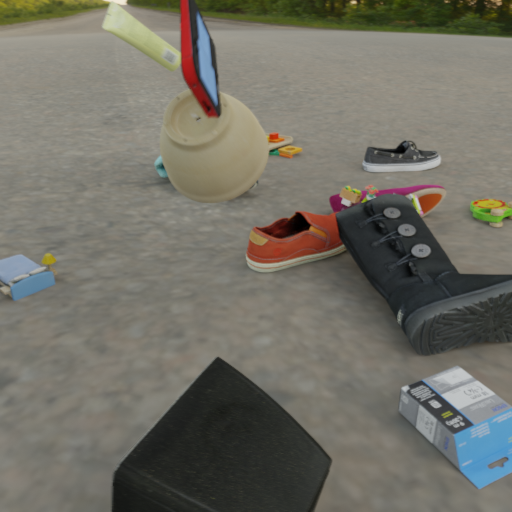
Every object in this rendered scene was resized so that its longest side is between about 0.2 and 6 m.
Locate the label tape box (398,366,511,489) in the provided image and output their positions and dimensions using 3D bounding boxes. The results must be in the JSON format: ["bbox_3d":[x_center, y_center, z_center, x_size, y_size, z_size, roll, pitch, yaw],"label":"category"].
[{"bbox_3d":[2.512,1.965,6.657,0.968,0.425,1.343,-14,30,-24],"label":"label tape box"}]

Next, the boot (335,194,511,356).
[{"bbox_3d":[3.061,0.058,9.315,2.673,1.064,3.243,-7,33,-11],"label":"boot"}]

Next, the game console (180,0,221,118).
[{"bbox_3d":[-0.657,-2.411,6.820,0.202,1.152,1.302,-3,-12,9],"label":"game console"}]

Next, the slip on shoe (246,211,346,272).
[{"bbox_3d":[1.032,-0.465,10.769,2.737,0.837,1.014,-17,33,-27],"label":"slip on shoe"}]

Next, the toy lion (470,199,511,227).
[{"bbox_3d":[5.226,-1.030,12.491,1.090,0.374,1.045,-20,27,-33],"label":"toy lion"}]

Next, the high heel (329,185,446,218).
[{"bbox_3d":[2.895,-1.314,12.345,2.493,0.840,1.198,-14,41,-18],"label":"high heel"}]

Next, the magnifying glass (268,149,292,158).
[{"bbox_3d":[0.627,-3.004,16.424,1.005,0.113,0.400,22,35,34],"label":"magnifying glass"}]

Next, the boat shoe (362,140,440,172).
[{"bbox_3d":[4.004,-2.779,15.296,2.263,0.750,0.791,-4,28,-8],"label":"boat shoe"}]

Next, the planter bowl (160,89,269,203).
[{"bbox_3d":[-0.720,-1.733,8.144,1.631,1.098,1.631,-5,68,12],"label":"planter bowl"}]

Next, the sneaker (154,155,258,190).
[{"bbox_3d":[-1.276,-2.042,13.772,1.379,1.240,3.195,-36,36,-30],"label":"sneaker"}]

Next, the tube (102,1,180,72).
[{"bbox_3d":[-2.263,-4.341,11.225,1.691,0.439,0.490,25,27,-39],"label":"tube"}]

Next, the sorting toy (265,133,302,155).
[{"bbox_3d":[0.118,-3.535,17.001,2.894,0.394,1.630,14,30,29],"label":"sorting toy"}]

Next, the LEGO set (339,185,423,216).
[{"bbox_3d":[2.602,-0.932,11.065,1.037,0.839,2.255,-15,48,-18],"label":"LEGO set"}]

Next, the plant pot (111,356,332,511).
[{"bbox_3d":[-0.248,2.231,5.107,1.443,1.627,1.623,24,34,18],"label":"plant pot"}]

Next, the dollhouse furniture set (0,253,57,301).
[{"bbox_3d":[-4.566,0.000,9.660,1.593,1.101,1.688,25,36,39],"label":"dollhouse furniture set"}]
